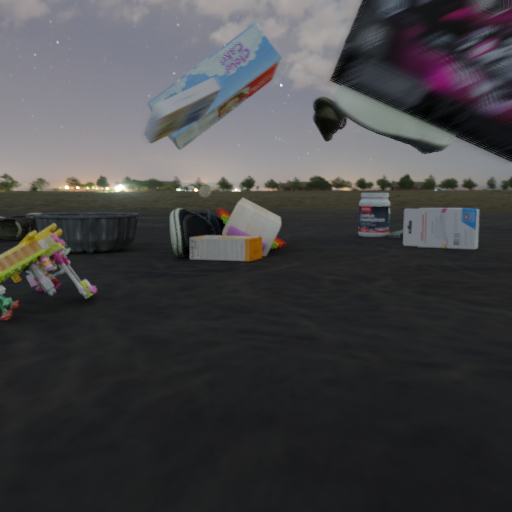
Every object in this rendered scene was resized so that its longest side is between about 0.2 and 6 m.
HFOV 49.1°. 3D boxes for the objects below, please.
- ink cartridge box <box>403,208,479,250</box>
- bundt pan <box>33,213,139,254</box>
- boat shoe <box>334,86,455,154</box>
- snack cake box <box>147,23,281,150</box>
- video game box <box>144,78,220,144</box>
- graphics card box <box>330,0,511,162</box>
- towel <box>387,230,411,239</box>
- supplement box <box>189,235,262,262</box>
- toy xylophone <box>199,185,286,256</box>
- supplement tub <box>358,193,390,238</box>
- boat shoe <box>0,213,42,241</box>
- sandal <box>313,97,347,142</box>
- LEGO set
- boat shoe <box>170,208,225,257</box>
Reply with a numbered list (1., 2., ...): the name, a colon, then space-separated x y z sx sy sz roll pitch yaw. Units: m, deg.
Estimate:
1. ink cartridge box: 4.338 -0.658 13.172 1.629 0.938 0.552 4 7 28
2. bundt pan: -3.726 -0.524 12.431 2.256 0.847 2.256 0 7 0
3. boat shoe: 2.920 -2.910 12.258 2.799 1.019 0.865 17 -15 -8
4. snack cake box: -0.826 -3.322 11.224 2.600 0.874 1.495 -38 3 -3
5. video game box: -1.177 -2.268 8.793 1.094 0.256 0.997 -33 -2 -23
6. graphics card box: 2.672 -2.524 7.130 3.035 1.904 0.772 24 -18 -1
7. towel: 4.725 -0.603 16.377 1.433 0.257 1.488 0 7 31
8. supplement box: -0.577 -0.157 10.781 1.221 0.449 0.770 2 6 20
9. toy xylophone: -0.285 -0.832 12.539 2.099 0.720 2.867 29 9 6
10. supplement tub: 3.513 -1.212 16.657 0.917 1.306 0.917 0 6 0
11. boat shoe: -6.441 -0.731 15.234 2.146 0.767 0.705 -2 17 -23
12. sandal: 1.820 -3.367 13.551 0.646 0.900 2.266 -24 3 3
13. LEGO set: -2.393 0.332 6.001 1.085 0.878 2.358 -34 6 10
14. boat shoe: -1.173 -0.502 11.705 0.827 0.991 2.656 -5 0 11
